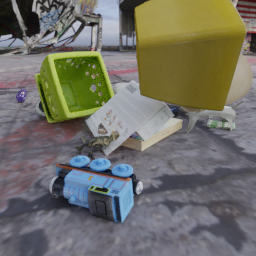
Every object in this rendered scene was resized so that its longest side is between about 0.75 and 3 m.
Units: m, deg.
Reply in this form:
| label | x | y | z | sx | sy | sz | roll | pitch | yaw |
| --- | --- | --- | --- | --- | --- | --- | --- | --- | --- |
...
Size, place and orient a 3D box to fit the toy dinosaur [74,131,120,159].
| label | x | y | z | sx | sy | sz | roll | pitch | yaw |
| --- | --- | --- | --- | --- | --- | --- | --- | --- | --- |
| toy dinosaur | -1.021 | 0.481 | 8.255 | 1.970 | 0.468 | 0.868 | -7 | 28 | 47 |

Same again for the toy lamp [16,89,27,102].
| label | x | y | z | sx | sy | sz | roll | pitch | yaw |
| --- | --- | --- | --- | --- | --- | --- | --- | --- | --- |
| toy lamp | -5.586 | -1.691 | 14.692 | 0.494 | 0.494 | 1.698 | -6 | 18 | -16 |

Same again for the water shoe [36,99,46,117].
| label | x | y | z | sx | sy | sz | roll | pitch | yaw |
| --- | --- | --- | --- | --- | --- | --- | --- | --- | --- |
| water shoe | -3.084 | -1.130 | 12.658 | 1.097 | 0.993 | 2.779 | -39 | 3 | 44 |

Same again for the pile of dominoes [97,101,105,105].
| label | x | y | z | sx | sy | sz | roll | pitch | yaw |
| --- | --- | --- | --- | --- | --- | --- | --- | --- | --- |
| pile of dominoes | -1.952 | -1.364 | 13.785 | 2.083 | 0.425 | 2.672 | -3 | 19 | -7 |

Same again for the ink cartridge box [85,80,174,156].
| label | x | y | z | sx | sy | sz | roll | pitch | yaw |
| --- | --- | --- | --- | --- | --- | --- | --- | --- | --- |
| ink cartridge box | -0.082 | -0.310 | 9.124 | 2.274 | 0.571 | 2.620 | -42 | 33 | 0 |

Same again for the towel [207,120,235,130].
| label | x | y | z | sx | sy | sz | roll | pitch | yaw |
| --- | --- | --- | --- | --- | --- | --- | --- | --- | --- |
| towel | 3.552 | -0.140 | 10.672 | 0.998 | 0.117 | 0.761 | 7 | 19 | 19 |

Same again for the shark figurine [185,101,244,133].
| label | x | y | z | sx | sy | sz | roll | pitch | yaw |
| --- | --- | --- | --- | --- | --- | --- | --- | --- | --- |
| shark figurine | 3.337 | -0.316 | 10.144 | 2.456 | 1.025 | 1.467 | -4 | -17 | -33 |

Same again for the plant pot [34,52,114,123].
| label | x | y | z | sx | sy | sz | roll | pitch | yaw |
| --- | --- | --- | --- | --- | --- | --- | --- | --- | --- |
| plant pot | -2.190 | -1.458 | 10.862 | 2.330 | 2.342 | 2.125 | -17 | 1 | -40 |

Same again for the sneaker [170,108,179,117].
| label | x | y | z | sx | sy | sz | roll | pitch | yaw |
| --- | --- | --- | --- | --- | --- | --- | --- | --- | --- |
| sneaker | 1.745 | -0.646 | 11.783 | 1.029 | 0.388 | 0.404 | -11 | 16 | -34 |

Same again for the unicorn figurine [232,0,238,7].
| label | x | y | z | sx | sy | sz | roll | pitch | yaw |
| --- | --- | --- | --- | --- | --- | --- | --- | --- | --- |
| unicorn figurine | 2.878 | -3.351 | 7.826 | 0.302 | 0.819 | 0.563 | 5 | -23 | -11 |

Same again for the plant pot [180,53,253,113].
| label | x | y | z | sx | sy | sz | roll | pitch | yaw |
| --- | --- | --- | --- | --- | --- | --- | --- | --- | --- |
| plant pot | 3.537 | -1.854 | 12.490 | 2.899 | 2.715 | 2.715 | -33 | 35 | -31 |

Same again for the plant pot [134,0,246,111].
| label | x | y | z | sx | sy | sz | roll | pitch | yaw |
| --- | --- | --- | --- | --- | --- | --- | --- | --- | --- |
| plant pot | 1.247 | -1.935 | 6.915 | 2.080 | 2.359 | 2.359 | -5 | 51 | 1 |

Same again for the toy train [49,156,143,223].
| label | x | y | z | sx | sy | sz | roll | pitch | yaw |
| --- | --- | --- | --- | --- | --- | --- | --- | --- | --- |
| toy train | -0.712 | 1.176 | 5.763 | 1.958 | 0.849 | 1.119 | 8 | 26 | 23 |

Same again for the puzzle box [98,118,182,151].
| label | x | y | z | sx | sy | sz | roll | pitch | yaw |
| --- | --- | --- | --- | --- | --- | --- | --- | --- | --- |
| puzzle box | 0.487 | 0.031 | 9.803 | 1.802 | 0.344 | 2.708 | 14 | 24 | 35 |

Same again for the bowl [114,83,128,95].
| label | x | y | z | sx | sy | sz | roll | pitch | yaw |
| --- | --- | --- | --- | --- | --- | --- | --- | --- | --- |
| bowl | -0.027 | -1.448 | 13.010 | 1.338 | 1.336 | 0.500 | 4 | 52 | 7 |
